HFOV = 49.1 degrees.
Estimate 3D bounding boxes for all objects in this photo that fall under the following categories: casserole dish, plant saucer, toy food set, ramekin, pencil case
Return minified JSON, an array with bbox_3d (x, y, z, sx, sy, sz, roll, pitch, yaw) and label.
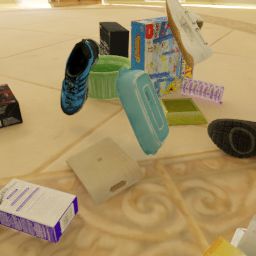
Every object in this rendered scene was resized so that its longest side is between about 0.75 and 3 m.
[{"bbox_3d":[0.450,-0.455,6.920,0.454,2.341,1.418,-17,15,28],"label":"casserole dish"},{"bbox_3d":[1.749,-0.624,9.487,1.544,0.370,1.542,-2,30,-5],"label":"plant saucer"},{"bbox_3d":[-0.627,0.952,6.707,1.253,0.527,1.746,-27,37,-20],"label":"toy food set"},{"bbox_3d":[-0.940,-2.031,11.167,2.339,1.142,2.339,0,30,0],"label":"ramekin"},{"bbox_3d":[2.760,-1.397,10.521,1.640,0.701,0.688,19,35,31],"label":"pencil case"}]

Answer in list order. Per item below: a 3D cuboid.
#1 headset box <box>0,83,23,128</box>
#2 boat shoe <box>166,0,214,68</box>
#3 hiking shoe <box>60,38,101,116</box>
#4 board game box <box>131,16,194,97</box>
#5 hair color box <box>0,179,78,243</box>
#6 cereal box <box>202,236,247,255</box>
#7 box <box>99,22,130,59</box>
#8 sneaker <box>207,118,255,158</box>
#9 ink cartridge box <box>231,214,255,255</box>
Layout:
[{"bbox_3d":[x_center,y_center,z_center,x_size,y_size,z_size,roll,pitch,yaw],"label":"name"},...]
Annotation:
[{"bbox_3d":[-4.559,-0.736,9.248,1.569,0.792,2.111,-16,33,-26],"label":"headset box"},{"bbox_3d":[1.874,-3.100,8.663,0.937,0.957,2.704,-19,67,7],"label":"boat shoe"},{"bbox_3d":[-1.617,-1.468,8.274,0.914,2.456,1.065,23,20,9],"label":"hiking shoe"},{"bbox_3d":[1.393,-2.715,10.691,2.774,2.833,0.792,-23,37,-33],"label":"board game box"},{"bbox_3d":[-1.859,1.581,5.501,1.533,0.497,0.838,12,32,17],"label":"hair color box"},{"bbox_3d":[1.585,2.600,3.490,1.519,0.417,2.111,-34,42,-26],"label":"cereal box"},{"bbox_3d":[-0.760,-4.268,14.351,1.055,1.889,2.676,-8,31,-13],"label":"box"},{"bbox_3d":[3.478,0.250,7.581,2.645,1.004,1.200,13,22,9],"label":"sneaker"},{"bbox_3d":[2.326,1.697,4.309,1.174,1.458,0.365,7,41,11],"label":"ink cartridge box"}]
